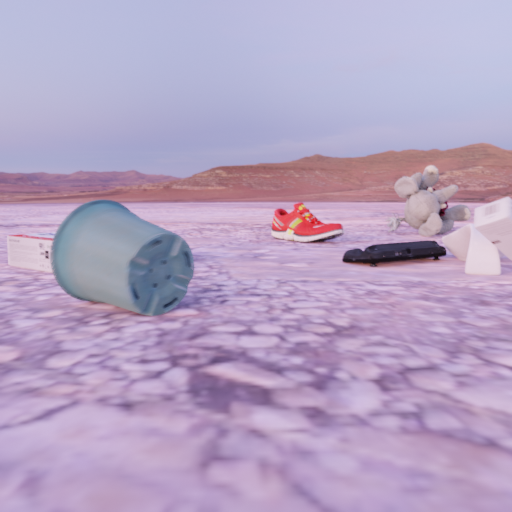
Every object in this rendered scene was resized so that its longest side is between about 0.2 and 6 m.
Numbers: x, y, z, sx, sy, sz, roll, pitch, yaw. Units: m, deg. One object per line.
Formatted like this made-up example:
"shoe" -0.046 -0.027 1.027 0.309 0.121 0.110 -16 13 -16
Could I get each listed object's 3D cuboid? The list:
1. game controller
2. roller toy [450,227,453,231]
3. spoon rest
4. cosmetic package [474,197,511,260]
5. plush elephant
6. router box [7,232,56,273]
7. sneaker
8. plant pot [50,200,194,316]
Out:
"game controller" 2.349 -0.016 9.510 1.813 0.382 0.946 -4 -7 -32
"roller toy" 5.529 -0.956 16.328 0.456 0.500 0.349 10 0 -36
"spoon rest" 3.663 -0.204 9.144 1.198 0.731 2.411 2 8 18
"cosmetic package" 3.470 -0.352 7.661 0.991 0.367 0.504 33 -34 -28
"plush elephant" 4.550 -1.381 14.759 2.232 1.838 1.728 -29 -5 -4
"router box" -2.643 -0.094 9.081 2.049 0.501 1.839 5 9 37
"sneaker" 1.114 -0.792 13.128 0.827 0.912 2.147 -7 10 -43
"plant pot" -1.320 0.063 5.785 1.122 1.146 1.146 16 16 41
